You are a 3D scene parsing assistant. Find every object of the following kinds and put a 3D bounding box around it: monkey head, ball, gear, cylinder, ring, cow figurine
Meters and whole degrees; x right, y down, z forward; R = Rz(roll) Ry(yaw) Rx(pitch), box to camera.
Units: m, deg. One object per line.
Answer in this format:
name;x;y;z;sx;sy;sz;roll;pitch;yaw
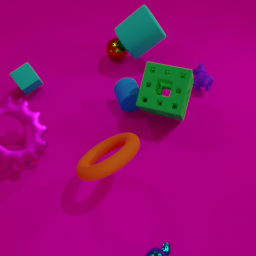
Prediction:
monkey head;0.640;2.917;5.853;0.746;0.625;1.037;36;32;16
ball;-0.442;-3.180;11.289;0.910;0.910;0.910;0;47;0
gear;-3.198;0.135;7.626;0.383;2.072;2.072;-20;32;41
cylinder;0.458;-3.531;10.379;1.393;1.393;1.393;-34;46;18
ring;-0.490;0.667;6.774;1.717;0.343;1.717;-27;16;9
cylinder;0.023;-1.110;9.386;0.836;0.836;0.836;-14;53;-12
cow figurine;2.720;-1.852;10.111;1.014;0.557;0.998;22;76;51

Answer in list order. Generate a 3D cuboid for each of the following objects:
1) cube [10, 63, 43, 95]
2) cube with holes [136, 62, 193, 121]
cube;-3.524;-1.708;9.779;0.717;0.717;0.717;-36;90;-7
cube with holes;1.179;-1.092;8.663;1.338;1.338;1.338;14;89;15
